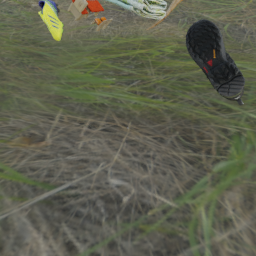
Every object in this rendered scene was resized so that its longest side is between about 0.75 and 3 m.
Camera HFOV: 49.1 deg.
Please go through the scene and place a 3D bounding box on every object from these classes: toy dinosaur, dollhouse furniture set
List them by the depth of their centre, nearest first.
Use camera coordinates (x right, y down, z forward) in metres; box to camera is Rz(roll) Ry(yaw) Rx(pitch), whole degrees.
[{"bbox_3d":[1.321,-3.187,6.412,0.686,1.206,2.271,30,60,6],"label":"toy dinosaur"},{"bbox_3d":[-1.334,-4.231,9.768,1.498,0.771,1.481,52,37,-4],"label":"dollhouse furniture set"}]

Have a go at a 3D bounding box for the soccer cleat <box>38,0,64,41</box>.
[{"bbox_3d":[-2.956,-4.078,10.636,0.836,0.646,1.999,-1,60,-32],"label":"soccer cleat"}]

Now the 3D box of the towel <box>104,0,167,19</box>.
[{"bbox_3d":[-0.170,-2.649,5.556,1.722,0.415,1.474,31,26,16],"label":"towel"}]

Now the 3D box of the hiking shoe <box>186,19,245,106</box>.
[{"bbox_3d":[2.310,-1.724,7.499,0.957,1.272,2.527,-25,64,18],"label":"hiking shoe"}]
